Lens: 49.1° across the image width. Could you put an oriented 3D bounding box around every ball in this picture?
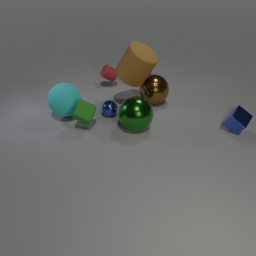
[{"bbox_3d":[-0.802,-0.860,12.231,0.700,0.700,0.700,0,32,0],"label":"ball"},{"bbox_3d":[1.219,-1.799,13.093,1.400,1.400,1.400,0,32,0],"label":"ball"},{"bbox_3d":[0.319,-0.566,11.191,1.400,1.400,1.400,0,32,0],"label":"ball"},{"bbox_3d":[-2.661,-1.195,11.807,1.400,1.400,1.400,0,32,0],"label":"ball"}]

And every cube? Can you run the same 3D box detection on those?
[{"bbox_3d":[-1.718,-0.628,11.156,0.700,0.700,0.700,23,75,-4],"label":"cube"},{"bbox_3d":[4.312,-0.320,11.044,0.700,0.700,0.700,40,63,3],"label":"cube"}]

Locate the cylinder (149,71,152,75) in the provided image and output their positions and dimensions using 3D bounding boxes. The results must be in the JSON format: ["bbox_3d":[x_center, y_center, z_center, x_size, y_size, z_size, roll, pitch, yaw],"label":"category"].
[{"bbox_3d":[0.953,-3.218,14.960,0.700,0.700,0.700,2,61,-3],"label":"cylinder"}]

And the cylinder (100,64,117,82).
[{"bbox_3d":[-0.978,-2.880,14.720,0.700,0.700,0.700,23,19,-32],"label":"cylinder"}]

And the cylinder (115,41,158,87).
[{"bbox_3d":[0.365,-2.737,12.066,1.400,1.400,1.400,20,42,-20],"label":"cylinder"}]
